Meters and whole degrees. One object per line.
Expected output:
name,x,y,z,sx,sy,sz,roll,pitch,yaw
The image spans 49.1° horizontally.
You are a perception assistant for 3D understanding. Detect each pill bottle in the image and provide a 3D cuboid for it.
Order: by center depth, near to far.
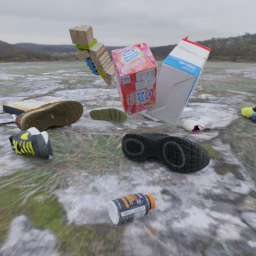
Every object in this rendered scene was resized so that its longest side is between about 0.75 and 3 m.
pill bottle,0.092,1.558,5.529,0.883,0.469,0.469,-9,19,-27

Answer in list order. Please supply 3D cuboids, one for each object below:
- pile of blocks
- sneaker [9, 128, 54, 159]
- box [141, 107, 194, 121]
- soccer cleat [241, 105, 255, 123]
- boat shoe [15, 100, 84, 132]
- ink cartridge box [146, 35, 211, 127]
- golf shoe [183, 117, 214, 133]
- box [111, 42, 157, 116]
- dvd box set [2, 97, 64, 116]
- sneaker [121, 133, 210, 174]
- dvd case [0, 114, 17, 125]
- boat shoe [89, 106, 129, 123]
pile of blocks,-1.413,-3.262,12.322,1.210,2.948,0.916,-5,39,39
sneaker,-2.935,0.563,8.401,0.945,0.832,2.233,-18,15,-30
box,1.823,-0.766,13.123,2.037,0.370,1.470,-7,19,-23
soccer cleat,5.556,-0.722,12.460,0.523,0.676,1.617,0,17,-1
boat shoe,-3.132,-0.572,11.350,0.993,1.058,2.939,17,27,39
ink cartridge box,1.626,-1.559,8.470,0.978,1.690,2.908,25,39,10
golf shoe,2.807,-0.061,10.869,1.326,0.499,0.607,-9,34,-18
box,0.178,-1.125,6.763,0.860,1.676,0.794,-16,63,-4
dvd box set,-4.524,-1.100,14.136,2.015,0.405,2.754,13,21,35
sneaker,1.127,0.544,8.059,2.611,0.992,1.185,14,15,32
dvd case,-5.655,-0.318,12.087,1.671,0.133,1.242,-8,19,-25
boat shoe,-0.759,-0.670,12.282,1.840,0.688,0.629,7,24,24
